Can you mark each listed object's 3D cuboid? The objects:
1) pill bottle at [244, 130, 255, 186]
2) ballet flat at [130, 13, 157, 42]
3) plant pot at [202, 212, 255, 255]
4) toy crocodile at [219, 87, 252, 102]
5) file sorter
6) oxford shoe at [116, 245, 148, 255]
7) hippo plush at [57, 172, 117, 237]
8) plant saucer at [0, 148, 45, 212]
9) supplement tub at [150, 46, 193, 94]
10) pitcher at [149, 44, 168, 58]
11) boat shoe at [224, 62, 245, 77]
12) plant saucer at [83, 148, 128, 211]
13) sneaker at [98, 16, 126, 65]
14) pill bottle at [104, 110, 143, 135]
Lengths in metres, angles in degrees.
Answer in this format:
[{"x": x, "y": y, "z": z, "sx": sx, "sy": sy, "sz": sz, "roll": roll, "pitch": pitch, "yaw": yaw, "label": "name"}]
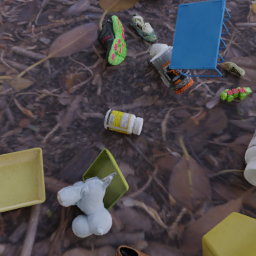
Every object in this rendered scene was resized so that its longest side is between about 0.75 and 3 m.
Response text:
[{"x": 4.710, "y": 0.731, "z": 9.215, "sx": 1.363, "sy": 1.363, "sz": 2.463, "roll": 27, "pitch": 59, "yaw": 17, "label": "pill bottle"}, {"x": 0.715, "y": -4.931, "z": 13.610, "sx": 0.710, "sy": 0.710, "sz": 1.914, "roll": -31, "pitch": 61, "yaw": -20, "label": "ballet flat"}, {"x": 2.927, "y": 3.330, "z": 7.175, "sx": 1.836, "sy": 1.836, "sz": 1.620, "roll": -30, "pitch": 40, "yaw": -19, "label": "plant pot"}, {"x": 4.323, "y": -1.405, "z": 11.279, "sx": 1.399, "sy": 0.432, "sz": 0.472, "roll": -11, "pitch": 56, "yaw": -8, "label": "toy crocodile"}, {"x": 1.993, "y": -2.300, "z": 7.527, "sx": 1.207, "sy": 1.067, "sz": 1.739, "roll": 8, "pitch": 88, "yaw": 33, "label": "file sorter"}, {"x": 0.424, "y": 3.712, "z": 7.620, "sx": 1.660, "sy": 0.592, "sz": 0.592, "roll": 20, "pitch": 56, "yaw": 11, "label": "oxford shoe"}, {"x": -1.017, "y": 2.335, "z": 8.323, "sx": 1.948, "sy": 1.551, "sz": 1.566, "roll": -18, "pitch": 87, "yaw": 7, "label": "hippo plush"}, {"x": -3.683, "y": 1.757, "z": 9.041, "sx": 2.000, "sy": 0.485, "sz": 2.000, "roll": -11, "pitch": 55, "yaw": -8, "label": "plant saucer"}, {"x": 1.447, "y": -1.854, "z": 9.102, "sx": 1.408, "sy": 0.863, "sz": 0.863, "roll": 50, "pitch": 62, "yaw": -12, "label": "supplement tub"}, {"x": 1.982, "y": -2.978, "z": 12.085, "sx": 1.516, "sy": 1.071, "sz": 1.767, "roll": -18, "pitch": 49, "yaw": -24, "label": "pitcher"}, {"x": 4.579, "y": -2.530, "z": 12.130, "sx": 0.956, "sy": 0.349, "sz": 0.301, "roll": 38, "pitch": 58, "yaw": 15, "label": "boat shoe"}, {"x": -0.650, "y": 1.687, "z": 8.701, "sx": 0.374, "sy": 1.562, "sz": 1.560, "roll": 4, "pitch": 44, "yaw": -45, "label": "plant saucer"}, {"x": -0.774, "y": -3.881, "z": 12.835, "sx": 1.149, "sy": 1.052, "sz": 2.742, "roll": -17, "pitch": 55, "yaw": 24, "label": "sneaker"}, {"x": -0.148, "y": -0.186, "z": 10.240, "sx": 1.290, "sy": 0.737, "sz": 0.737, "roll": 14, "pitch": 56, "yaw": 9, "label": "pill bottle"}]
